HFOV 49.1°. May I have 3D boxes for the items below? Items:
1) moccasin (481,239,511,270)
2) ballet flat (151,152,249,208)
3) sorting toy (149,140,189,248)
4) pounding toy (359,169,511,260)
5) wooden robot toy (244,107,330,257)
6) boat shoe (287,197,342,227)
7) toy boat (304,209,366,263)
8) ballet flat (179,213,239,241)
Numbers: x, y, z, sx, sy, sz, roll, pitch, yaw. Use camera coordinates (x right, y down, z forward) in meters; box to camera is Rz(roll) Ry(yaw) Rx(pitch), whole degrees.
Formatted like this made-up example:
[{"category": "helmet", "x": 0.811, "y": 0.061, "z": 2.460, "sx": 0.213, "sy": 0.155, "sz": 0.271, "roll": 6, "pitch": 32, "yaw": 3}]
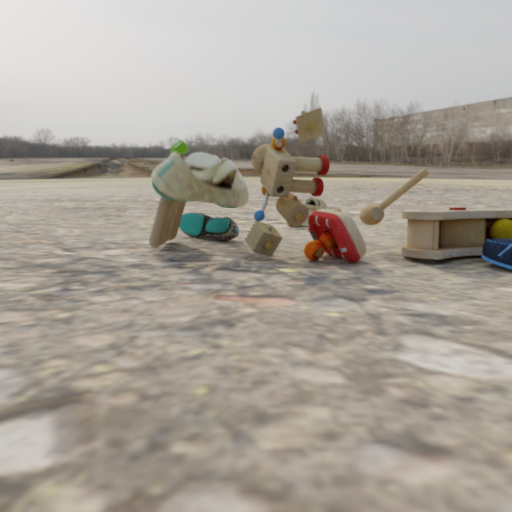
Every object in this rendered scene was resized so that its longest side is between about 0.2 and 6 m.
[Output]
[{"category": "moccasin", "x": 4.640, "y": -0.126, "z": 8.268, "sx": 2.513, "sy": 0.857, "sz": 1.011, "roll": 10, "pitch": 14, "yaw": 44}, {"category": "ballet flat", "x": -0.752, "y": -1.388, "z": 10.193, "sx": 0.931, "sy": 0.861, "sz": 2.761, "roll": 49, "pitch": 25, "yaw": 17}, {"category": "sorting toy", "x": -1.606, "y": -1.213, "z": 10.781, "sx": 0.299, "sy": 2.032, "sz": 1.502, "roll": 17, "pitch": 9, "yaw": 4}, {"category": "pounding toy", "x": 3.299, "y": -0.762, "z": 9.780, "sx": 2.759, "sy": 1.583, "sz": 1.578, "roll": 0, "pitch": 6, "yaw": 0}, {"category": "wooden robot toy", "x": 0.416, "y": -1.400, "z": 9.586, "sx": 1.179, "sy": 2.676, "sz": 1.214, "roll": -1, "pitch": 31, "yaw": -26}, {"category": "boat shoe", "x": 1.606, "y": -1.201, "z": 14.856, "sx": 0.772, "sy": 0.695, "sz": 2.140, "roll": 9, "pitch": 14, "yaw": 43}, {"category": "toy boat", "x": 1.213, "y": -0.232, "z": 9.546, "sx": 0.897, "sy": 0.896, "sz": 1.373, "roll": -35, "pitch": 20, "yaw": -14}, {"category": "ballet flat", "x": -1.007, "y": -0.582, "z": 12.157, "sx": 1.665, "sy": 0.599, "sz": 0.599, "roll": 9, "pitch": 14, "yaw": 41}]
